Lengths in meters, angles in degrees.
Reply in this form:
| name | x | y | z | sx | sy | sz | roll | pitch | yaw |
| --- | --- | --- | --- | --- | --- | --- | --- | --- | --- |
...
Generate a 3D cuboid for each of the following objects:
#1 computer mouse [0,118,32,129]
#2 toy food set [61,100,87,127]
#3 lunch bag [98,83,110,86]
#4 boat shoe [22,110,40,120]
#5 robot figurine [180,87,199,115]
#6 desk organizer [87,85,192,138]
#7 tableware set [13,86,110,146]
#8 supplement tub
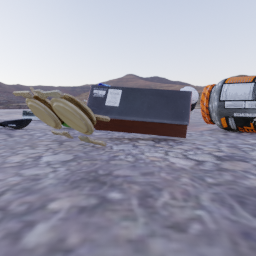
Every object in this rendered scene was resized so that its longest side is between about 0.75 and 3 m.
| name | x | y | z | sx | sy | sz | roll | pitch | yaw |
| --- | --- | --- | --- | --- | --- | --- | --- | --- | --- |
| computer mouse | -3.760 | -0.111 | 9.340 | 1.387 | 0.319 | 0.974 | -6 | 1 | 6 |
| toy food set | -1.889 | -0.317 | 9.094 | 1.806 | 0.590 | 1.063 | -7 | -31 | 20 |
| lunch bag | 0.393 | -0.704 | 11.225 | 2.899 | 1.364 | 2.183 | 16 | 2 | 27 |
| boat shoe | -4.576 | -0.716 | 14.408 | 1.703 | 0.604 | 0.614 | -4 | 6 | -41 |
| robot figurine | 2.407 | -1.067 | 11.723 | 0.889 | 1.425 | 1.070 | 21 | 51 | 11 |
| desk organizer | 0.266 | -0.363 | 6.536 | 2.315 | 0.830 | 0.891 | 5 | -22 | 11 |
| tableware set | -1.335 | -0.368 | 5.615 | 2.135 | 1.412 | 0.428 | 8 | 54 | 48 |
| supplement tub | 3.517 | -0.667 | 7.926 | 2.600 | 1.593 | 1.593 | 4 | 6 | 40 |
